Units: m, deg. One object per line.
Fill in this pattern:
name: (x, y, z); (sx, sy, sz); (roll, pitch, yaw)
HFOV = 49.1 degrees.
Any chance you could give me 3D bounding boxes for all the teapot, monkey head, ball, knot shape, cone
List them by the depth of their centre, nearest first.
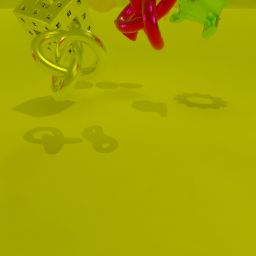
knot shape: (0.253, -2.007, 4.703); (0.643, 1.392, 1.302); (-6, 14, -29)
knot shape: (-1.208, -1.333, 5.267); (1.369, 1.463, 0.676); (47, 15, 13)
monkey head: (1.665, -2.788, 6.481); (1.072, 1.280, 1.780); (19, -22, -15)
teapot: (1.210, -3.981, 8.415); (0.908, 1.460, 0.715); (14, 48, 13)
ball: (-0.786, -4.065, 8.496); (1.049, 1.049, 1.049); (0, 25, 0)
cone: (0.220, -3.528, 9.102); (0.966, 0.970, 0.966); (33, 32, -24)

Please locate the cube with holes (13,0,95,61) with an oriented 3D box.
cube with holes: (-1.763, -2.649, 6.929); (1.187, 1.187, 1.187); (25, 70, 22)
